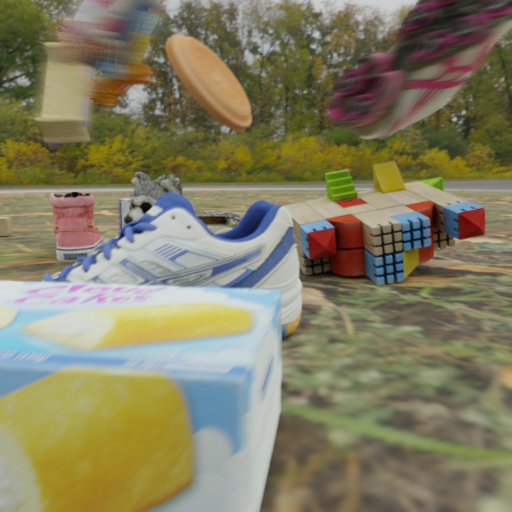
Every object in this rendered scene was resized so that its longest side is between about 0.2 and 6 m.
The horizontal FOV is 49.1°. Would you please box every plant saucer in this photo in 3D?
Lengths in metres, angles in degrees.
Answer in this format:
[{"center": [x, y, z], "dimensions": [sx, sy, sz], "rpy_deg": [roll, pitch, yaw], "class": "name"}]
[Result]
[{"center": [-0.753, -3.078, 9.844], "dimensions": [0.323, 2.000, 2.000], "rpy_deg": [-36, -6, 23], "class": "plant saucer"}]

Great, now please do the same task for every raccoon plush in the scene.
[{"center": [-1.106, -0.451, 8.428], "dimensions": [1.172, 1.623, 2.423], "rpy_deg": [3, 9, 19], "class": "raccoon plush"}]

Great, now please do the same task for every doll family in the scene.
[{"center": [-1.697, -2.611, 6.998], "dimensions": [1.032, 1.422, 2.291], "rpy_deg": [29, 13, -13], "class": "doll family"}]

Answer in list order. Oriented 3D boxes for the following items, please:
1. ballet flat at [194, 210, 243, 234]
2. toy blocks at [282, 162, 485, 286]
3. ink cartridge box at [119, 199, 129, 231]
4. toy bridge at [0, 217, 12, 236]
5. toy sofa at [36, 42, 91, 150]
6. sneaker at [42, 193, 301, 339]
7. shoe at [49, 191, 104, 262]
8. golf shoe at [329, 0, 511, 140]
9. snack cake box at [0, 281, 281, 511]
[{"center": [-1.267, -0.502, 11.460], "dimensions": [2.524, 0.908, 0.908], "rpy_deg": [-4, 9, -17], "class": "ballet flat"}, {"center": [1.909, -0.360, 8.848], "dimensions": [3.371, 1.685, 2.304], "rpy_deg": [-11, 19, -7], "class": "toy blocks"}, {"center": [-2.490, -0.769, 12.393], "dimensions": [0.416, 1.054, 2.119], "rpy_deg": [4, 8, 23], "class": "ink cartridge box"}, {"center": [-6.699, -0.478, 12.369], "dimensions": [1.192, 0.483, 3.545], "rpy_deg": [0, 9, 0], "class": "toy bridge"}, {"center": [-3.236, -2.748, 9.692], "dimensions": [0.746, 1.802, 0.879], "rpy_deg": [-3, -26, -3], "class": "toy sofa"}, {"center": [-1.121, 0.141, 5.229], "dimensions": [3.309, 1.459, 1.246], "rpy_deg": [-6, 12, -28], "class": "sneaker"}, {"center": [-3.567, -0.685, 11.236], "dimensions": [0.966, 1.230, 2.703], "rpy_deg": [-2, 9, -15], "class": "shoe"}, {"center": [2.649, -2.926, 8.396], "dimensions": [1.467, 1.156, 3.185], "rpy_deg": [11, -35, -45], "class": "golf shoe"}, {"center": [-1.281, 0.728, 3.097], "dimensions": [2.749, 0.924, 1.581], "rpy_deg": [1, 10, 7], "class": "snack cake box"}]
